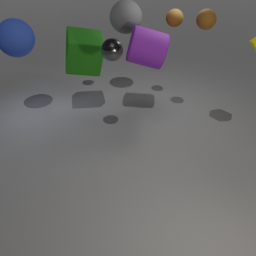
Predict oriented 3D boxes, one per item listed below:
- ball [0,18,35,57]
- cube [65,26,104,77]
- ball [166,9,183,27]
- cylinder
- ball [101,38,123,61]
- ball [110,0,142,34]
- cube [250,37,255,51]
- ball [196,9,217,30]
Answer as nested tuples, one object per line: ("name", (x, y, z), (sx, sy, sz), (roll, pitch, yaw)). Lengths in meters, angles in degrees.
("ball", (-4.207, -3.364, 10.481), (1.400, 1.400, 1.400), (0, 32, 0))
("cube", (-1.796, -3.088, 11.323), (1.400, 1.400, 1.400), (2, 44, -16))
("ball", (1.890, -4.455, 11.352), (0.700, 0.700, 0.700), (0, 32, 0))
("cylinder", (0.756, -3.152, 11.026), (1.400, 1.400, 1.400), (13, 31, -8))
("ball", (-0.503, -2.461, 8.812), (0.700, 0.700, 0.700), (0, 32, 0))
("ball", (-0.094, -4.823, 12.171), (1.400, 1.400, 1.400), (0, 32, 0))
("cube", (4.472, -2.717, 9.061), (0.700, 0.700, 0.700), (-32, 7, 24))
("ball", (2.763, -3.829, 9.880), (0.700, 0.700, 0.700), (0, 32, 0))
